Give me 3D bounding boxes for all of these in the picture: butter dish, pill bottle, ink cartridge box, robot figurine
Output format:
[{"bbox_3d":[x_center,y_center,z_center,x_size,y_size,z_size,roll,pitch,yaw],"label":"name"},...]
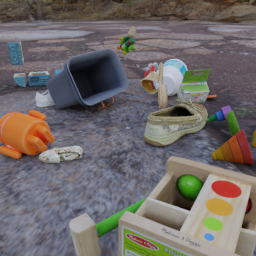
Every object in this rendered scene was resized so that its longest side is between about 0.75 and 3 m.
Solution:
[{"bbox_3d":[1.017,-2.241,12.826,0.732,0.987,0.990,-19,23,22],"label":"butter dish"},{"bbox_3d":[1.813,-2.133,11.985,1.246,1.246,2.250,8,27,15],"label":"pill bottle"},{"bbox_3d":[2.217,-1.348,9.251,0.897,1.214,0.460,-4,59,-5],"label":"ink cartridge box"},{"bbox_3d":[-2.813,0.143,7.520,1.722,1.239,1.004,16,8,29],"label":"robot figurine"}]

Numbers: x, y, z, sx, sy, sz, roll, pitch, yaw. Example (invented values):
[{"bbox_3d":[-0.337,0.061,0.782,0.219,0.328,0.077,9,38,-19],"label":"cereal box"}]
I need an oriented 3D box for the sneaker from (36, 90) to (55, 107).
[{"bbox_3d":[-2.819,-1.253,10.819,1.465,0.648,0.551,-17,33,-29],"label":"sneaker"}]

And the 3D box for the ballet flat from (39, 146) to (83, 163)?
[{"bbox_3d":[-1.672,0.693,7.091,1.100,0.416,0.352,-12,37,-19],"label":"ballet flat"}]

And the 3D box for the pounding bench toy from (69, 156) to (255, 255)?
[{"bbox_3d":[0.603,1.443,4.204,2.428,1.508,1.894,13,29,26],"label":"pounding bench toy"}]

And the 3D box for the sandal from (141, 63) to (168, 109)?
[{"bbox_3d":[0.666,-1.213,7.629,0.635,0.708,1.930,-1,40,1],"label":"sandal"}]

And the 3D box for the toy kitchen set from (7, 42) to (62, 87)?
[{"bbox_3d":[-3.977,-2.895,12.710,2.487,1.992,1.465,-8,26,-15],"label":"toy kitchen set"}]

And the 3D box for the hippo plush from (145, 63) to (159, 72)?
[{"bbox_3d":[1.338,-3.074,14.532,0.950,0.757,0.764,-2,26,-4],"label":"hippo plush"}]

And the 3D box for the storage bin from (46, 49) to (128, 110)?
[{"bbox_3d":[-1.546,-1.586,10.515,1.823,1.975,2.714,-16,11,41],"label":"storage bin"}]

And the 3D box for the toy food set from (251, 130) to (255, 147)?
[{"bbox_3d":[3.713,0.483,7.173,0.718,0.677,1.504,4,26,9],"label":"toy food set"}]

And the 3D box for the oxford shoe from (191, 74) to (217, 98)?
[{"bbox_3d":[3.029,-1.792,11.861,0.722,0.736,2.029,-10,27,-20],"label":"oxford shoe"}]

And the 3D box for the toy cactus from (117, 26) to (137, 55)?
[{"bbox_3d":[-0.014,-2.227,7.104,0.445,0.718,0.870,18,17,-18],"label":"toy cactus"}]

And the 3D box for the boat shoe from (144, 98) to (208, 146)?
[{"bbox_3d":[1.614,-0.336,8.617,1.057,0.904,2.884,20,32,35],"label":"boat shoe"}]

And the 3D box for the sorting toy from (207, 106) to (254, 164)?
[{"bbox_3d":[2.702,0.176,7.937,0.948,0.955,2.753,-19,23,16],"label":"sorting toy"}]
